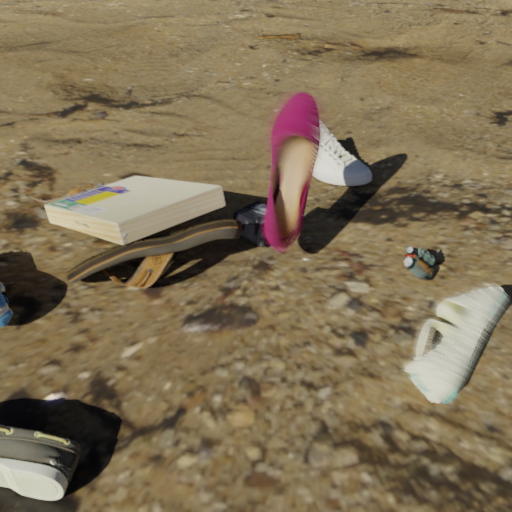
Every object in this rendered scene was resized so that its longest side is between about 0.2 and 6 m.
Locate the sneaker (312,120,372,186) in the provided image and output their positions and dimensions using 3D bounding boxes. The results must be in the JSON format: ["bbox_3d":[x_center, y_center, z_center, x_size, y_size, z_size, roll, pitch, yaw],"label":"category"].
[{"bbox_3d":[1.735,-2.709,14.305,2.855,1.209,1.040,32,46,33],"label":"sneaker"}]

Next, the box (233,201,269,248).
[{"bbox_3d":[0.066,-0.694,12.026,0.863,0.507,0.849,27,36,25],"label":"box"}]

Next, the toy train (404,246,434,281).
[{"bbox_3d":[3.106,0.136,10.690,0.369,0.865,0.493,6,75,45],"label":"toy train"}]

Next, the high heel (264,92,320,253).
[{"bbox_3d":[0.717,-1.497,10.415,0.962,2.853,1.371,3,31,-5],"label":"high heel"}]

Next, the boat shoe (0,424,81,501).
[{"bbox_3d":[-3.549,2.599,7.538,2.368,0.846,0.708,12,38,6],"label":"boat shoe"}]

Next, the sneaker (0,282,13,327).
[{"bbox_3d":[-5.100,0.631,10.279,0.907,0.915,2.525,-55,39,1],"label":"sneaker"}]

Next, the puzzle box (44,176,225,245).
[{"bbox_3d":[-2.627,-1.059,11.705,2.375,0.454,3.570,-26,25,-34],"label":"puzzle box"}]

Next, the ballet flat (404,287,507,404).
[{"bbox_3d":[3.212,1.175,8.998,0.980,0.980,2.731,23,44,27],"label":"ballet flat"}]

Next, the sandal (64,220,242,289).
[{"bbox_3d":[-1.906,0.086,10.681,3.490,0.952,1.426,-14,6,-6],"label":"sandal"}]

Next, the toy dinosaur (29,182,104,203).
[{"bbox_3d":[-4.372,-1.347,13.210,1.697,0.513,0.901,-16,13,-24],"label":"toy dinosaur"}]
